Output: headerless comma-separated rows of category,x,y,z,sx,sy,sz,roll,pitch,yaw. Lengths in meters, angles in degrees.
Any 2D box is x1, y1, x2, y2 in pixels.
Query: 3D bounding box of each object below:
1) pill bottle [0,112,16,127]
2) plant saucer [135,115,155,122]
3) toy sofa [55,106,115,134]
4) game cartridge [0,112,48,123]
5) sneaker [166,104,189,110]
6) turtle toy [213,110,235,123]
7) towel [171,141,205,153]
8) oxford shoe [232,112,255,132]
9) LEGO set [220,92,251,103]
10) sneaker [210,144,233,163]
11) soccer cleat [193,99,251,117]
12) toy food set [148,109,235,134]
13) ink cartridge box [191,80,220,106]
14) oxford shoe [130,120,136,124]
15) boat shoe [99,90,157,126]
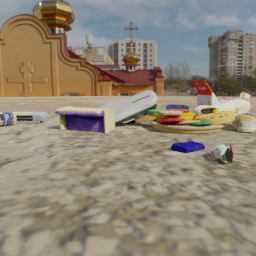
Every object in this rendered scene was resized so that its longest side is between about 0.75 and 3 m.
pill bottle,-5.111,-0.342,11.298,0.568,0.568,1.024,7,10,40
plant saucer,1.097,-0.619,13.769,2.317,0.410,2.317,0,8,0
toy sofa,-1.556,-0.289,10.004,2.047,0.848,0.999,4,14,25
game cartridge,-4.986,-0.503,12.973,2.369,0.479,1.580,-1,5,-6
sneaker,3.143,-1.242,17.902,1.504,0.527,0.586,5,3,2
turtle toy,4.107,-0.478,12.165,0.834,0.578,1.144,6,8,8
towel,1.521,0.460,7.106,0.763,0.189,0.564,-7,10,-40
oxford shoe,4.425,-0.279,10.630,0.858,0.659,2.283,-1,6,17
LEGO set,5.948,-1.315,15.075,1.373,1.111,2.984,19,8,27
sneaker,2.013,0.581,6.090,0.448,0.338,0.959,-15,3,26
soccer cleat,4.498,-0.772,13.249,2.781,0.963,1.079,-7,10,0
toy food set,2.211,-0.303,10.540,2.864,0.704,2.894,-5,10,-28
ink cartridge box,4.003,-1.500,14.550,0.533,2.126,1.711,-40,14,-3
oxford shoe,-0.113,-0.322,12.039,0.960,0.342,0.342,-2,13,-25
boat shoe,-0.098,-0.542,11.300,2.838,1.006,1.023,-18,46,1
